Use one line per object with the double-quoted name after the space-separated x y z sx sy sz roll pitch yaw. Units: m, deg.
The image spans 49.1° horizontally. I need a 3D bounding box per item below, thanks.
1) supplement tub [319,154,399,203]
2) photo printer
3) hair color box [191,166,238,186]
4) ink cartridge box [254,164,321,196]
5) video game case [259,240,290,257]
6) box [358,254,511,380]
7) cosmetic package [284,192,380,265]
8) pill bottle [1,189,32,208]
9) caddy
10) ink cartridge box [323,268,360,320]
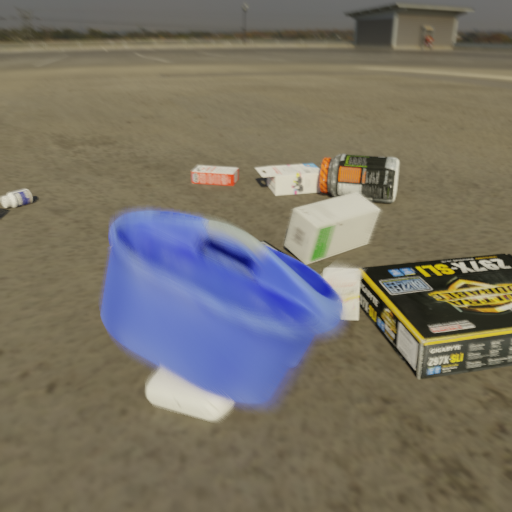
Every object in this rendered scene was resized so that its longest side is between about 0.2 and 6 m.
2.590 -1.956 14.080 1.862 1.141 1.141 8 25 16 "supplement tub"
-0.708 1.614 7.057 1.064 0.370 0.885 9 29 20 "photo printer"
-1.144 -2.239 15.640 1.191 0.381 0.661 6 25 10 "hair color box"
0.862 -2.028 14.924 1.672 0.567 0.962 -5 25 -11 "ink cartridge box"
-0.074 0.144 10.454 1.440 0.203 1.594 -10 25 -28 "video game case"
3.239 0.792 8.538 2.829 0.698 2.259 -5 23 -11 "box"
1.502 -0.574 11.091 1.746 0.939 0.741 -17 45 -33 "cosmetic package"
-5.886 -1.392 13.746 0.384 0.384 0.642 20 31 38 "pill bottle"
-0.475 0.399 7.213 3.142 1.649 2.221 25 22 15 "caddy"
1.292 0.582 8.512 0.545 0.753 0.316 1 31 10 "ink cartridge box"
